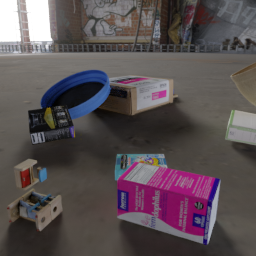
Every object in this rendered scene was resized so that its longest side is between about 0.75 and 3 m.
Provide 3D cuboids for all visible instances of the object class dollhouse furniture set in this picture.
[{"bbox_3d":[-1.470,1.025,4.359,0.596,0.845,0.592,7,20,21],"label":"dollhouse furniture set"}]

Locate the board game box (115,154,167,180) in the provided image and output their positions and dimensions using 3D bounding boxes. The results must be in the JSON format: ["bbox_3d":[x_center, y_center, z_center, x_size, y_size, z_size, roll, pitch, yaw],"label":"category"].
[{"bbox_3d":[0.274,0.816,5.955,1.061,0.249,0.801,0,18,1],"label":"board game box"}]

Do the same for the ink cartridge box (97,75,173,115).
[{"bbox_3d":[0.147,-1.457,11.451,2.335,1.065,2.835,14,22,38],"label":"ink cartridge box"}]

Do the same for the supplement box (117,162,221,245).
[{"bbox_3d":[0.610,1.096,4.334,1.428,0.722,0.738,9,20,24],"label":"supplement box"}]

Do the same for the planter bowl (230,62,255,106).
[{"bbox_3d":[4.421,-1.314,8.008,2.372,1.596,2.372,-27,4,2],"label":"planter bowl"}]

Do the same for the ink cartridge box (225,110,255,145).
[{"bbox_3d":[3.931,0.062,7.791,2.183,0.524,1.589,13,22,19],"label":"ink cartridge box"}]

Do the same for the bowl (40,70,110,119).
[{"bbox_3d":[-1.831,-1.181,9.928,2.561,0.503,2.561,-14,37,11],"label":"bowl"}]

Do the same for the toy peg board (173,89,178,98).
[{"bbox_3d":[1.530,-1.758,13.132,1.170,0.572,1.165,-15,23,-37],"label":"toy peg board"}]

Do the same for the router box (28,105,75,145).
[{"bbox_3d":[-2.215,-0.137,8.016,1.160,0.385,1.475,-10,31,-15],"label":"router box"}]
